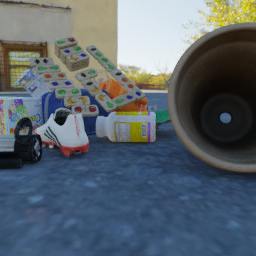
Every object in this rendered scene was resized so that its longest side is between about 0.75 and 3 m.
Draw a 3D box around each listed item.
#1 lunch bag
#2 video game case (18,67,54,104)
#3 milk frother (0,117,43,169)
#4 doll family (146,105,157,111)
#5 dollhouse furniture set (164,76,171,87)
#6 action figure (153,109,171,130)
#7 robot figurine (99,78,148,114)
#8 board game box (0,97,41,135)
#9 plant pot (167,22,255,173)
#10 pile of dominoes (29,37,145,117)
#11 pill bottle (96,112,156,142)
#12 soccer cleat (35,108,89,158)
[{"bbox_3d":[-1.752,-0.607,9.618,1.482,1.522,2.241,9,13,42],"label":"lunch bag"},{"bbox_3d":[-3.656,-1.961,11.916,1.443,1.308,0.328,-41,10,4],"label":"video game case"},{"bbox_3d":[-2.430,0.258,5.853,0.996,1.058,0.955,0,13,1],"label":"milk frother"},{"bbox_3d":[0.711,-0.881,14.137,1.082,0.734,1.872,0,3,26],"label":"doll family"},{"bbox_3d":[2.123,-1.932,12.608,0.748,0.752,1.068,36,-15,9],"label":"dollhouse furniture set"},{"bbox_3d":[0.624,-0.240,9.670,2.970,0.812,1.754,-2,8,38],"label":"action figure"},{"bbox_3d":[-0.207,-0.945,10.994,2.318,1.667,1.352,37,14,-36],"label":"robot figurine"},{"bbox_3d":[-4.199,-0.426,9.446,2.389,1.230,1.253,6,11,33],"label":"board game box"},{"bbox_3d":[2.369,-0.460,6.236,2.860,2.860,2.494,2,-7,12],"label":"plant pot"},{"bbox_3d":[-1.093,-1.439,7.321,2.075,0.424,2.663,-27,60,-32],"label":"pile of dominoes"},{"bbox_3d":[-0.044,-0.036,8.154,1.685,0.879,0.879,1,9,6],"label":"pill bottle"},{"bbox_3d":[-1.744,0.007,7.160,0.871,1.081,2.539,-8,12,-32],"label":"soccer cleat"}]
